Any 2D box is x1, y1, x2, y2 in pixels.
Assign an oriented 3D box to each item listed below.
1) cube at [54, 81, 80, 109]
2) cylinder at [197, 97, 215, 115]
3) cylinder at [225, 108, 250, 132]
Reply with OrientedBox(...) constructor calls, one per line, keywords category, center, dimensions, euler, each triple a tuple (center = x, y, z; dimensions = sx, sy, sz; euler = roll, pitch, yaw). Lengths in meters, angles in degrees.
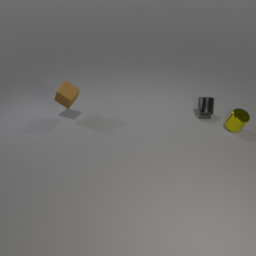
OrientedBox(category="cube", center=(-2.497, -1.357, 11.491), dimensions=(0.700, 0.700, 0.700), euler=(33, 57, -5))
OrientedBox(category="cylinder", center=(3.363, -0.940, 12.112), dimensions=(0.700, 0.700, 0.700), euler=(4, -4, 0))
OrientedBox(category="cylinder", center=(4.338, -0.303, 11.105), dimensions=(0.700, 0.700, 0.700), euler=(5, 54, -7))
